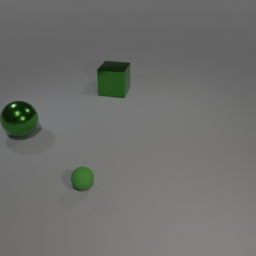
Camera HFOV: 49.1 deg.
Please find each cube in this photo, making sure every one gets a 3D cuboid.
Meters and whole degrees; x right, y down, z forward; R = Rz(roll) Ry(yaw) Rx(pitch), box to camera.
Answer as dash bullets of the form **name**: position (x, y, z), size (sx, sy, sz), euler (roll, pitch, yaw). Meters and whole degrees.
- **cube**: position (-0.695, -2.521, 14.365), size (1.400, 1.400, 1.400), euler (7, 32, 11)

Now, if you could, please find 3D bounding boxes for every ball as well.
- **ball**: position (-4.212, -0.362, 10.888), size (1.400, 1.400, 1.400), euler (0, 32, 0)
- **ball**: position (-1.388, 1.527, 8.542), size (0.700, 0.700, 0.700), euler (0, 32, 0)
